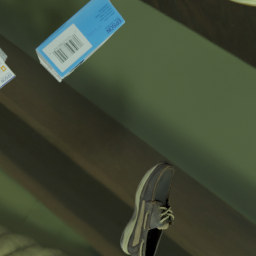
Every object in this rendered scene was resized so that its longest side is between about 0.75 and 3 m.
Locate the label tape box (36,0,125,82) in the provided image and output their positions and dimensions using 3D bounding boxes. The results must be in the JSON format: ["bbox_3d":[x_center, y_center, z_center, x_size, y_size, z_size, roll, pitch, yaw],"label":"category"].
[{"bbox_3d":[-1.184,-1.918,6.515,1.736,2.423,0.801,-44,103,-6],"label":"label tape box"}]

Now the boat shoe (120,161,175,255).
[{"bbox_3d":[0.552,1.665,5.441,0.758,0.770,2.067,28,106,42],"label":"boat shoe"}]

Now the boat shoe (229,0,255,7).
[{"bbox_3d":[2.300,-3.269,5.992,0.819,0.706,2.245,2,44,-16],"label":"boat shoe"}]

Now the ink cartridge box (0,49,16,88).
[{"bbox_3d":[-2.581,-1.028,4.533,1.169,0.258,1.190,-31,110,17],"label":"ink cartridge box"}]
